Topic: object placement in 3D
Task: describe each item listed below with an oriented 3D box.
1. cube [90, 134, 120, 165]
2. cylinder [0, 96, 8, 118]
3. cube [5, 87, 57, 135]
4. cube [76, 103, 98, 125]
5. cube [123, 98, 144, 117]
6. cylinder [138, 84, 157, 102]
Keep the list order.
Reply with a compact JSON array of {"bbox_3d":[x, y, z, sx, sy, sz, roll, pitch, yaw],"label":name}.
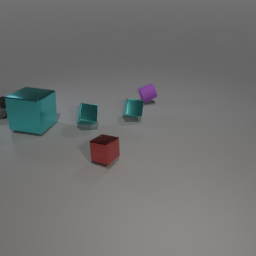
[{"bbox_3d":[-0.746,0.680,9.089,0.700,0.700,0.700,10,24,28],"label":"cube"},{"bbox_3d":[-5.392,-0.882,12.071,0.700,0.700,0.700,24,45,-26],"label":"cylinder"},{"bbox_3d":[-3.799,-0.729,11.170,1.400,1.400,1.400,8,25,11],"label":"cube"},{"bbox_3d":[-1.640,-0.537,11.164,0.700,0.700,0.700,6,-13,-21],"label":"cube"},{"bbox_3d":[0.210,-0.848,11.885,0.700,0.700,0.700,6,1,-13],"label":"cube"},{"bbox_3d":[0.940,-1.679,13.388,0.700,0.700,0.700,-22,31,-2],"label":"cylinder"}]
